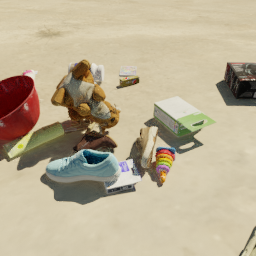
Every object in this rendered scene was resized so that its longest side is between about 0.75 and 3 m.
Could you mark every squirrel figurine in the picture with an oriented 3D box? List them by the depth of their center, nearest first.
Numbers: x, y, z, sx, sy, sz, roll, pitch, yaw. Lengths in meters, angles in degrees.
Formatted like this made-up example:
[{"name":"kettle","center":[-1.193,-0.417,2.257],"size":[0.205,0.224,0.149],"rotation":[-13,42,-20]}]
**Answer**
[{"name":"squirrel figurine","center":[-1.469,-0.963,10.524],"size":[1.859,2.452,2.627],"rotation":[-58,23,-10]}]

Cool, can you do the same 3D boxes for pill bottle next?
[{"name":"pill bottle","center":[-2.135,-2.844,14.445],"size":[1.731,1.002,1.002],"rotation":[2,34,3]}]

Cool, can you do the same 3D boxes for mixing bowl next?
[{"name":"mixing bowl","center":[-4.297,-0.549,10.298],"size":[2.711,1.468,2.711],"rotation":[-13,43,13]}]

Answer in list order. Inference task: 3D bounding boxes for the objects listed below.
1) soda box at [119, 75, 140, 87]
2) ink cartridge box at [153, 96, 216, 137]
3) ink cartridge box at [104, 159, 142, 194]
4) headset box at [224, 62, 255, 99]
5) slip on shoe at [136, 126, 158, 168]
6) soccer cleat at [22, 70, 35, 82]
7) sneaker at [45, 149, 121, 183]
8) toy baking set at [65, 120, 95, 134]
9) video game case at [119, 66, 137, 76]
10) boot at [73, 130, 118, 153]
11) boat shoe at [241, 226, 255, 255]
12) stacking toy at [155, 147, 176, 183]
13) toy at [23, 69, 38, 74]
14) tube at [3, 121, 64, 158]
[{"name":"soda box","center":[0.077,-2.423,14.404],"size":[1.032,0.349,0.330],"rotation":[-17,37,-24]},{"name":"ink cartridge box","center":[2.152,-0.348,10.982],"size":[1.234,0.705,2.377],"rotation":[-18,38,-24]},{"name":"ink cartridge box","center":[-0.236,1.471,8.673],"size":[1.109,0.241,1.099],"rotation":[-11,34,-10]},{"name":"headset box","center":[6.024,-2.445,13.856],"size":[1.930,1.001,2.593],"rotation":[2,35,2]},{"name":"slip on shoe","center":[0.567,0.576,9.499],"size":[0.656,0.823,2.166],"rotation":[9,33,9]},{"name":"soccer cleat","center":[-4.818,-2.030,13.552],"size":[1.017,0.822,2.355],"rotation":[13,39,0]},{"name":"sneaker","center":[-1.446,1.014,8.488],"size":[2.445,1.002,0.904],"rotation":[-4,35,12]},{"name":"toy baking set","center":[-1.886,0.004,10.980],"size":[1.010,0.153,1.315],"rotation":[1,27,13]},{"name":"video game case","center":[0.017,-3.206,15.788],"size":[0.911,0.115,1.273],"rotation":[2,34,3]},{"name":"boot","center":[-1.138,0.667,9.855],"size":[1.318,0.477,1.096],"rotation":[24,53,28]},{"name":"boat shoe","center":[2.798,3.014,5.823],"size":[1.007,0.885,2.830],"rotation":[22,41,26]},{"name":"stacking toy","center":[1.134,1.223,8.866],"size":[0.655,0.693,1.194],"rotation":[4,48,12]},{"name":"toy","center":[-5.488,-3.163,15.659],"size":[0.792,0.187,0.456],"rotation":[-6,35,-9]},{"name":"tube","center":[-3.352,0.396,10.098],"size":[2.100,0.545,0.609],"rotation":[-27,3,-27]}]
